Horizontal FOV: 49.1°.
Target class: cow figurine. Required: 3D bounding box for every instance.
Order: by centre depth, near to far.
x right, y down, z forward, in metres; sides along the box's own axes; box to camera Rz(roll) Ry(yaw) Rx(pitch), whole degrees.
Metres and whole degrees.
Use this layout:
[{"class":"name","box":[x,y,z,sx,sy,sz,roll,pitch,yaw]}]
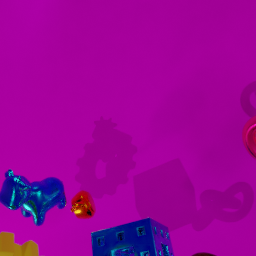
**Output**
[{"class":"cow figurine","box":[-1.786,1.230,5.408,0.727,1.325,1.304,20,122,32]}]

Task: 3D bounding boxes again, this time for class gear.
[{"class":"gear","box":[-2.217,2.351,4.204,1.875,0.347,1.875,-11,124,-16]}]

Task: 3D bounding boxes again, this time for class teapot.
[{"class":"teapot","box":[-1.067,1.818,6.517,0.531,1.084,0.674,-23,70,0]}]

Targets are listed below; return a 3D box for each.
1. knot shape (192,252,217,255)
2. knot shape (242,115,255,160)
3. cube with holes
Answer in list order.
[{"class":"knot shape","box":[1.595,3.175,5.266,1.823,1.706,0.843,-20,117,26]},{"class":"knot shape","box":[2.811,-0.052,4.693,1.717,1.606,0.793,-17,52,18]},{"class":"cube with holes","box":[0.179,2.811,5.858,1.332,1.332,1.332,-20,57,15]}]
